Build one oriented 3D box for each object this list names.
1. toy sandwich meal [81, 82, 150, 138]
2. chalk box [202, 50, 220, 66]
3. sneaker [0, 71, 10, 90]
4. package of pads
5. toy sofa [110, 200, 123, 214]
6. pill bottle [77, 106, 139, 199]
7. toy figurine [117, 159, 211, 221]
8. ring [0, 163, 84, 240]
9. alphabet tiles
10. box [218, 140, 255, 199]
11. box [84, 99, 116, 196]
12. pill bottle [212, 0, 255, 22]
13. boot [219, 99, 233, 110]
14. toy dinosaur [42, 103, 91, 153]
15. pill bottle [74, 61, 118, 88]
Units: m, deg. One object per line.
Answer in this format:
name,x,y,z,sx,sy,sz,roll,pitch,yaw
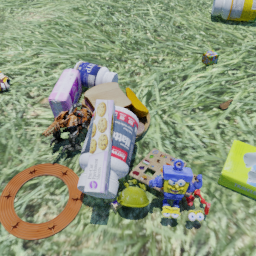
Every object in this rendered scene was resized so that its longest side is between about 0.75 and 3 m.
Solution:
toy sandwich meal,-0.477,-0.695,11.381,3.002,1.028,3.002,0,47,0
chalk box,4.333,-3.652,14.470,0.852,0.532,0.528,-19,50,-16
sneaker,-5.931,-2.297,13.272,0.652,0.542,1.447,-10,54,-19
package of pads,-2.611,-1.409,11.881,0.796,1.267,2.103,7,48,6
toy sofa,-0.168,2.336,9.035,0.850,0.352,0.415,-25,53,-22
pill bottle,-0.686,0.813,9.380,1.676,1.676,2.803,9,63,8
toy figurine,1.186,1.547,8.523,2.858,1.712,1.508,8,29,2
ring,-2.848,2.252,9.181,2.755,0.264,2.755,0,46,0
alphabet tiles,1.366,1.566,9.662,2.077,0.078,1.737,25,41,25
box,4.713,1.646,9.466,2.847,0.679,1.736,21,52,19
box,-0.784,0.519,8.242,0.588,0.549,2.837,3,69,7
pill bottle,6.768,-7.526,17.331,2.873,1.620,1.620,8,48,7
boot,4.338,-1.024,12.266,0.779,0.287,0.294,-27,74,-20
toy dinosaur,-2.255,-0.094,10.274,2.455,1.666,1.254,-7,30,-45
pill bottle,-1.462,-2.312,12.818,1.882,1.126,1.126,17,50,15
